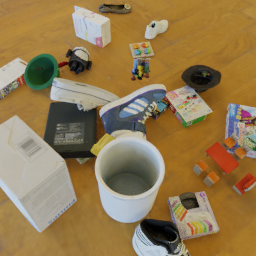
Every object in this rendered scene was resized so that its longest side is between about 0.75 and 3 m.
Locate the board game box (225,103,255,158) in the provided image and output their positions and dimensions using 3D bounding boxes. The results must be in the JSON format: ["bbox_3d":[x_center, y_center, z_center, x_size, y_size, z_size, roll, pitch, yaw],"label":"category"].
[{"bbox_3d":[4.671,0.141,10.230,2.081,0.429,2.086,11,54,8],"label":"board game box"}]

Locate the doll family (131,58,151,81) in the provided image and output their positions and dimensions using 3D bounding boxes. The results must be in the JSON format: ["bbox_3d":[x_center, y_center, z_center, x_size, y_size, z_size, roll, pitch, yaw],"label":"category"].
[{"bbox_3d":[0.428,-2.062,9.985,0.543,0.799,1.383,2,11,-8],"label":"doll family"}]

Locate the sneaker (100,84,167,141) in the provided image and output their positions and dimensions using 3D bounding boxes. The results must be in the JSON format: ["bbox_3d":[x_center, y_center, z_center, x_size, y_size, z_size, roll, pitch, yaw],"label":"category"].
[{"bbox_3d":[0.503,-0.243,10.029,2.724,1.097,1.994,-23,70,-10],"label":"sneaker"}]

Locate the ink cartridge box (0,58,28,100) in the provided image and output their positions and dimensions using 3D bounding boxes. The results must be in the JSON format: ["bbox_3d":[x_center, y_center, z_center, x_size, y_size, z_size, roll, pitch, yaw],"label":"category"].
[{"bbox_3d":[-5.042,-2.124,11.901,1.079,0.499,1.980,31,58,21],"label":"ink cartridge box"}]

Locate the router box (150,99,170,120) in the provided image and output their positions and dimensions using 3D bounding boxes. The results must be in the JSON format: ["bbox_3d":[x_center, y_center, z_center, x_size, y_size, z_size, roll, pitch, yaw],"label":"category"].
[{"bbox_3d":[0.920,-0.948,11.126,1.189,0.303,0.887,34,60,23],"label":"router box"}]

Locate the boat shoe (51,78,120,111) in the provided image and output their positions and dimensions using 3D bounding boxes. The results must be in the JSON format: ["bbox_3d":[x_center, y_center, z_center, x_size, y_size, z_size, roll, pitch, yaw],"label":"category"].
[{"bbox_3d":[-1.556,-1.084,10.257,2.576,0.899,0.913,9,20,-33],"label":"boat shoe"}]

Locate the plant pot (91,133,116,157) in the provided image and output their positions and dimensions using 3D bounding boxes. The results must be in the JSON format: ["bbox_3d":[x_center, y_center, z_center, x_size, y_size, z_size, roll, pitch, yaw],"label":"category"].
[{"bbox_3d":[-0.659,0.608,8.877,0.799,0.799,0.752,31,90,21],"label":"plant pot"}]

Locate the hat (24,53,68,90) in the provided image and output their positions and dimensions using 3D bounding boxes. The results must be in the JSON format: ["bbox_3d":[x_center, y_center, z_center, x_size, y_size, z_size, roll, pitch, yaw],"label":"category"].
[{"bbox_3d":[-3.257,-2.267,12.209,1.857,1.635,1.538,-23,76,12],"label":"hat"}]

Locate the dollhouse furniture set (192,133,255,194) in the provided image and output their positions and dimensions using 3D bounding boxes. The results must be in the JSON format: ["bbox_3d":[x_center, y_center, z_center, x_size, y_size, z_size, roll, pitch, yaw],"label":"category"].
[{"bbox_3d":[3.257,1.219,8.918,1.747,0.900,1.728,-37,70,-11],"label":"dollhouse furniture set"}]

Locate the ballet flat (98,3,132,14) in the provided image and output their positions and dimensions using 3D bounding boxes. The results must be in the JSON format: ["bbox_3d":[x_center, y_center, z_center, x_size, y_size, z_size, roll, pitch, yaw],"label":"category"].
[{"bbox_3d":[-0.698,-6.565,15.264,1.853,0.430,0.624,1,53,1],"label":"ballet flat"}]

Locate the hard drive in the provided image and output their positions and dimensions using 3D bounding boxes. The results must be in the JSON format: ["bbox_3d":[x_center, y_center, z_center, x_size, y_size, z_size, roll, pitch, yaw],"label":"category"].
[{"bbox_3d":[-2.044,-0.017,10.127,1.798,0.424,2.577,-3,46,-3],"label":"hard drive"}]

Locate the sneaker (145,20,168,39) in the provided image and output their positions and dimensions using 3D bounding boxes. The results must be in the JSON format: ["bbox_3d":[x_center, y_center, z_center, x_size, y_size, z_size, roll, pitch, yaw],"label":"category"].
[{"bbox_3d":[1.486,-5.077,14.021,0.577,0.657,1.640,33,59,24],"label":"sneaker"}]

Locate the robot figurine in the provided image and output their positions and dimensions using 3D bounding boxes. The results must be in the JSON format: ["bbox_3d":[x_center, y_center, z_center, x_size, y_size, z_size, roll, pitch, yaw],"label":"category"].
[{"bbox_3d":[-2.155,-2.989,12.325,0.826,0.994,1.323,-5,51,19],"label":"robot figurine"}]

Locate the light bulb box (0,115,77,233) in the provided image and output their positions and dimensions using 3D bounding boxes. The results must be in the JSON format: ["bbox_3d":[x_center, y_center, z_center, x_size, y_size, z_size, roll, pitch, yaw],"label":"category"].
[{"bbox_3d":[-2.882,1.359,8.101,2.345,2.365,1.476,37,60,24],"label":"light bulb box"}]

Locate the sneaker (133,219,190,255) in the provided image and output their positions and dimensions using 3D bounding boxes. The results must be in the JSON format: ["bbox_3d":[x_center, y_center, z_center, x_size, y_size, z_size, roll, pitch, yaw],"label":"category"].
[{"bbox_3d":[1.253,3.442,6.966,2.923,1.682,1.103,37,61,24],"label":"sneaker"}]

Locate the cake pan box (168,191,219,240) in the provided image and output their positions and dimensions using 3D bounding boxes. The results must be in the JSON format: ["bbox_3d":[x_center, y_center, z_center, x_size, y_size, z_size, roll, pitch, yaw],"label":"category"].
[{"bbox_3d":[1.935,2.601,8.454,1.202,0.341,1.306,-7,53,-8],"label":"cake pan box"}]

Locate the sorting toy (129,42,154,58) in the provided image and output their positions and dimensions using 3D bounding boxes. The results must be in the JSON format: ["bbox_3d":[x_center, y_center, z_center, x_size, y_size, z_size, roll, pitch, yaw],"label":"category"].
[{"bbox_3d":[0.648,-3.747,13.296,1.006,0.198,1.087,-10,53,-7],"label":"sorting toy"}]

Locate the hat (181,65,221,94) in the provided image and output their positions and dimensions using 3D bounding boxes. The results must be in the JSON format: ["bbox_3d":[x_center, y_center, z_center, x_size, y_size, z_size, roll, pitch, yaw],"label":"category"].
[{"bbox_3d":[2.979,-1.883,11.567,1.734,0.700,1.734,-1,45,1],"label":"hat"}]

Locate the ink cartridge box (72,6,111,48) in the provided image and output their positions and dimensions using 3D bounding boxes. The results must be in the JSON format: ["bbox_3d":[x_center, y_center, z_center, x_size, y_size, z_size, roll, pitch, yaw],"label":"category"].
[{"bbox_3d":[-1.896,-4.899,13.503,2.152,1.253,0.726,30,58,21],"label":"ink cartridge box"}]

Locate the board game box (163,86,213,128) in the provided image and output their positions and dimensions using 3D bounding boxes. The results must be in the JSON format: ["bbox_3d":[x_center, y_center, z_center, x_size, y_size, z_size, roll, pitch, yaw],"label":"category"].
[{"bbox_3d":[2.348,-0.902,11.073,1.260,0.332,1.647,-20,56,-15],"label":"board game box"}]

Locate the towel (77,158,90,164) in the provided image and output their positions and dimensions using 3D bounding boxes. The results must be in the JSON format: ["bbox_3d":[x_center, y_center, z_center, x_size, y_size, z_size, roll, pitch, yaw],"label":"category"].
[{"bbox_3d":[-1.587,0.771,9.897,0.766,0.216,0.895,-32,59,-23],"label":"towel"}]

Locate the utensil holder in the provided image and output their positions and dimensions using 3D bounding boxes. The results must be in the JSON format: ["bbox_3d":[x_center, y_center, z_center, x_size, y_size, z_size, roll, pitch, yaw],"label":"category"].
[{"bbox_3d":[0.003,1.573,8.052,1.816,2.137,1.816,2,55,-2],"label":"utensil holder"}]
